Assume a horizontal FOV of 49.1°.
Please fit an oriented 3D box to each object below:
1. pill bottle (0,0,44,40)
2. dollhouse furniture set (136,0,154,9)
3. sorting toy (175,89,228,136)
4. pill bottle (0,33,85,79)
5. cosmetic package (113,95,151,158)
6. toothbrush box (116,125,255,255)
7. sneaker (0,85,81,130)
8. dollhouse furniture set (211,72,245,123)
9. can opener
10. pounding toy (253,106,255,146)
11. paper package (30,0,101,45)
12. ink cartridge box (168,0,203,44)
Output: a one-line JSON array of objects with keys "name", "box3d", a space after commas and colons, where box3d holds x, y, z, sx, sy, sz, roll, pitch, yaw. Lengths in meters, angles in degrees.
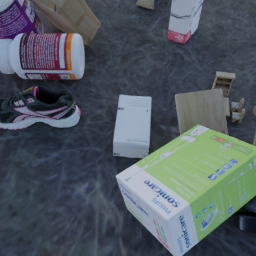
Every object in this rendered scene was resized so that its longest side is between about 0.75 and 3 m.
[{"name": "pill bottle", "box3d": [-3.959, -3.828, 8.790, 1.665, 2.966, 1.665, -2, 71, 7]}, {"name": "dollhouse furniture set", "box3d": [1.137, -5.836, 12.055, 1.484, 1.125, 1.693, 25, 34, 19]}, {"name": "sorting toy", "box3d": [1.876, -0.294, 7.412, 1.307, 0.457, 1.315, -8, 92, -14]}, {"name": "pill bottle", "box3d": [-2.658, -2.215, 8.687, 2.455, 1.387, 1.387, 1, 51, 0]}, {"name": "cosmetic package", "box3d": [0.132, -0.058, 7.420, 0.928, 0.667, 1.645, 3, 51, 0]}, {"name": "toothbrush box", "box3d": [1.281, 1.109, 5.826, 2.448, 1.054, 1.782, -28, 29, -22]}, {"name": "sneaker", "box3d": [-2.648, -0.707, 7.654, 2.602, 1.123, 1.045, -3, 50, -2]}, {"name": "dollhouse furniture set", "box3d": [2.716, -0.892, 8.005, 1.129, 0.800, 1.229, 8, 52, 7]}, {"name": "can opener", "box3d": [3.599, 1.724, 6.053, 2.634, 1.035, 0.835, 1, 12, -1]}, {"name": "pounding toy", "box3d": [3.412, 0.128, 6.450, 0.992, 1.906, 2.169, -12, 35, -9]}, {"name": "paper package", "box3d": [-2.206, -4.080, 9.716, 1.866, 1.957, 1.013, 36, 90, 26]}, {"name": "ink cartridge box", "box3d": [2.077, -4.165, 9.981, 0.737, 1.780, 1.304, 26, 56, 19]}]
